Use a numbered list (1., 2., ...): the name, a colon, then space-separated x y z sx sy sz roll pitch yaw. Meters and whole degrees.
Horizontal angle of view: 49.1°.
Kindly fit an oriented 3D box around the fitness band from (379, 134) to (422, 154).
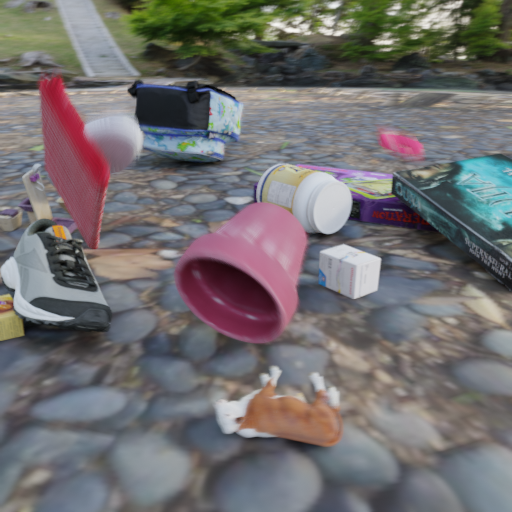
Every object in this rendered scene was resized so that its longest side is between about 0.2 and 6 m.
1. fitness band: 2.520 -1.960 9.816 0.585 0.152 0.815 -5 29 -27

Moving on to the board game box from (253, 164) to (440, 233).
1. board game box: 2.281 -1.332 12.074 4.075 0.658 2.446 11 27 26

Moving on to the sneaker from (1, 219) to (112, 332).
1. sneaker: -2.508 0.211 6.999 0.953 1.023 2.580 16 8 -41

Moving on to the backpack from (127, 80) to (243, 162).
1. backpack: -1.852 -3.779 16.130 2.621 2.105 2.865 10 11 26

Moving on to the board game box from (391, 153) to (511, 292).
1. board game box: 4.198 -0.739 9.412 2.406 0.501 3.557 -11 33 -14

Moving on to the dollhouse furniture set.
1. dollhouse furniture set: -3.910 -1.400 10.647 1.451 1.300 1.831 6 34 17

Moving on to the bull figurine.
1. bull figurine: 0.217 1.365 5.022 1.136 0.370 0.690 11 52 10

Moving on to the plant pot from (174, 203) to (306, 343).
1. plant pot: -0.058 0.094 6.368 1.361 1.361 1.218 10 47 25

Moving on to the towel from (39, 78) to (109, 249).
1. towel: -2.535 -1.183 7.828 0.254 1.636 2.263 -26 -11 -26

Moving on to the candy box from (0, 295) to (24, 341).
1. candy box: -3.438 0.824 6.643 1.149 0.324 0.670 -11 24 -32

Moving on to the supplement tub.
1. supplement tub: 0.884 -1.061 10.477 1.137 1.137 1.575 -16 26 -36

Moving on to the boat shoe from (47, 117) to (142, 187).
1. boat shoe: -2.783 -1.853 9.571 2.610 0.940 0.810 -16 48 44

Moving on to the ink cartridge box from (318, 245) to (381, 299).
1. ink cartridge box: 1.320 0.217 7.968 0.514 0.523 0.710 -15 26 -36
